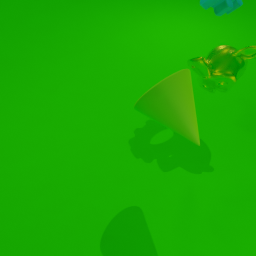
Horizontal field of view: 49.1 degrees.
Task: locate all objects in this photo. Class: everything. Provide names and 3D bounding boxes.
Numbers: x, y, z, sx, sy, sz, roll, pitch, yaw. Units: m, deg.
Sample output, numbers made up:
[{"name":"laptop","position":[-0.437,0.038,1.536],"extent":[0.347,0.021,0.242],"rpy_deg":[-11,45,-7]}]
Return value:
[{"name":"monkey head","position":[2.178,-1.609,6.941],"extent":[1.931,1.389,1.164],"rpy_deg":[8,69,58]},{"name":"cone","position":[0.946,-0.194,5.078],"extent":[1.229,1.229,1.233],"rpy_deg":[-29,80,-24]},{"name":"gear","position":[2.042,-3.740,6.718],"extent":[2.036,0.377,2.036],"rpy_deg":[10,71,-33]}]
